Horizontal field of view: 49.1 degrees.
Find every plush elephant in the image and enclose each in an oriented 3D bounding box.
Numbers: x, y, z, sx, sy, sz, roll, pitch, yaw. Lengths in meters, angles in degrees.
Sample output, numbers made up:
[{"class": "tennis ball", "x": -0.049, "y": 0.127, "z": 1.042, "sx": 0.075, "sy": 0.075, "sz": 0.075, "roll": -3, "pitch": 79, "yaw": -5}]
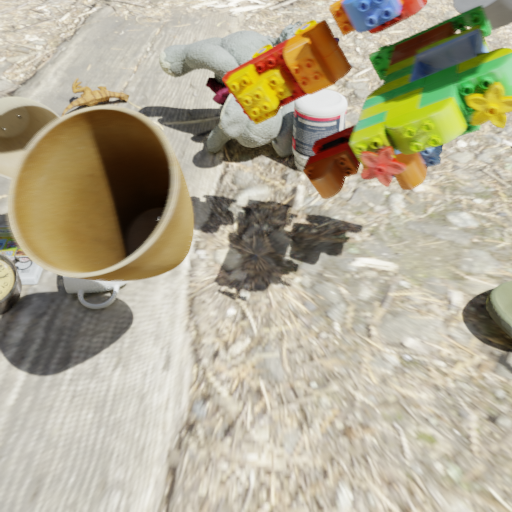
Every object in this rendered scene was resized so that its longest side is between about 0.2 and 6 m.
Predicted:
[{"class": "plush elephant", "x": -0.238, "y": -2.940, "z": 10.740, "sx": 2.894, "sy": 2.383, "sz": 2.240, "roll": -8, "pitch": 69, "yaw": 41}]

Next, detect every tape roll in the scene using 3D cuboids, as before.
[{"class": "tape roll", "x": 3.375, "y": -3.787, "z": 7.591, "sx": 0.454, "sy": 1.375, "sz": 1.375, "roll": 26, "pitch": 33, "yaw": -24}]

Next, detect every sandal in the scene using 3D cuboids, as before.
[{"class": "sandal", "x": 4.396, "y": 0.416, "z": 7.494, "sx": 2.984, "sy": 0.851, "sz": 1.185, "roll": -13, "pitch": 42, "yaw": -15}]

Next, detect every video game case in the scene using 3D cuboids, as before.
[{"class": "video game case", "x": -3.912, "y": -0.018, "z": 8.563, "sx": 1.429, "sy": 0.164, "sz": 1.301, "roll": -2, "pitch": 40, "yaw": -1}]

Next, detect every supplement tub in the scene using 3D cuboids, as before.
[{"class": "supplement tub", "x": 1.150, "y": -2.278, "z": 10.325, "sx": 0.950, "sy": 1.353, "sz": 0.950, "roll": 0, "pitch": 40, "yaw": 0}]

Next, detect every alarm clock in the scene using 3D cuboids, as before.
[{"class": "alarm clock", "x": -3.633, "y": 0.332, "z": 7.766, "sx": 0.902, "sy": 0.445, "sz": 1.337, "roll": 36, "pitch": 62, "yaw": 13}]

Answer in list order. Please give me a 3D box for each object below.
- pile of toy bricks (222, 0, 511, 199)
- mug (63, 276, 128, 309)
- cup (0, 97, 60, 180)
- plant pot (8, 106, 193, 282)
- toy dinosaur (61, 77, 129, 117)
[{"class": "pile of toy bricks", "x": 1.551, "y": -1.601, "z": 5.524, "sx": 4.351, "sy": 2.414, "sz": 2.148, "roll": -16, "pitch": 36, "yaw": 37}, {"class": "mug", "x": -2.223, "y": 0.284, "z": 7.869, "sx": 0.834, "sy": 0.702, "sz": 0.951, "roll": -1, "pitch": 68, "yaw": -7}, {"class": "cup", "x": -2.913, "y": -1.528, "z": 6.807, "sx": 1.003, "sy": 1.003, "sz": 0.718, "roll": -25, "pitch": 51, "yaw": -27}, {"class": "plant pot", "x": -1.121, "y": -0.341, "z": 4.920, "sx": 1.381, "sy": 1.482, "sz": 1.381, "roll": -3, "pitch": 76, "yaw": 10}, {"class": "toy dinosaur", "x": -3.752, "y": -3.496, "z": 12.415, "sx": 1.886, "sy": 0.570, "sz": 1.001, "roll": -28, "pitch": 49, "yaw": -29}]
